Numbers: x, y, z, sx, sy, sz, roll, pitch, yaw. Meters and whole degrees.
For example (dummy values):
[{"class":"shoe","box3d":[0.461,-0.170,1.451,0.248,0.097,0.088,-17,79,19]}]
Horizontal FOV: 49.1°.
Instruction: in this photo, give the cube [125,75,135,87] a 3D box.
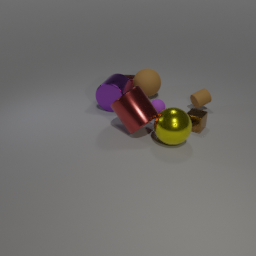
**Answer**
[{"class":"cube","box3d":[0.031,-2.439,15.183,0.700,0.700,0.700,3,30,5]}]

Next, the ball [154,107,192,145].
[{"class":"ball","box3d":[1.657,-0.070,10.388,1.400,1.400,1.400,0,30,0]}]

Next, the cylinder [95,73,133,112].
[{"class":"cylinder","box3d":[-0.625,-1.675,13.150,1.400,1.400,1.400,9,32,15]}]

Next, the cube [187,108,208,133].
[{"class":"cube","box3d":[2.781,-0.309,11.481,0.700,0.700,0.700,18,36,30]}]

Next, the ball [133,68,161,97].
[{"class":"ball","box3d":[0.966,-2.287,14.115,1.400,1.400,1.400,0,30,0]}]

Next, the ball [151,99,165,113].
[{"class":"ball","box3d":[1.272,-0.909,12.148,0.700,0.700,0.700,0,30,0]}]

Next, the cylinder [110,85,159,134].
[{"class":"cylinder","box3d":[0.260,-0.722,11.005,1.400,1.400,1.400,-35,2,2]}]

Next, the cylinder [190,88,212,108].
[{"class":"cylinder","box3d":[3.331,-1.355,12.825,0.700,0.700,0.700,-27,36,-9]}]
